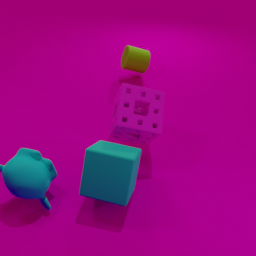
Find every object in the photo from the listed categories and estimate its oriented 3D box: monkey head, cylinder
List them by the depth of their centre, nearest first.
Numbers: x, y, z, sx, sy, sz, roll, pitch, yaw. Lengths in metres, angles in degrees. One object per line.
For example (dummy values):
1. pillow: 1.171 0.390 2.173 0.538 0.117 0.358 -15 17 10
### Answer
1. monkey head: -2.286 1.103 6.320 1.674 1.204 1.008 40 57 -12
2. cylinder: 0.275 -2.543 10.429 0.862 0.862 0.862 9 37 -19

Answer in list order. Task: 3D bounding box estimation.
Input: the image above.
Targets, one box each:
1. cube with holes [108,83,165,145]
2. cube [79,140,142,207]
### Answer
1. cube with holes: 0.203 -0.316 7.287 1.124 1.124 1.124 11 70 -11
2. cube: -0.357 0.951 6.196 1.037 1.037 1.037 11 10 9
